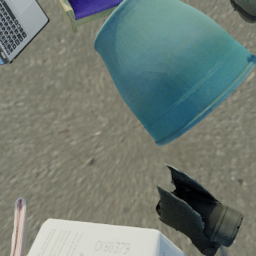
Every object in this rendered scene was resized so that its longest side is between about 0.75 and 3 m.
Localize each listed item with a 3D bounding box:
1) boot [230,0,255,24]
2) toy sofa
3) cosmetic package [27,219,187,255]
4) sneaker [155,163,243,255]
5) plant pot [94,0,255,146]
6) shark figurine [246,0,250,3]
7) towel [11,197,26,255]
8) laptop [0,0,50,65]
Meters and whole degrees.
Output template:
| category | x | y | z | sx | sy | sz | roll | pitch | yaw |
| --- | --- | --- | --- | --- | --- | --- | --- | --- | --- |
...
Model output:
| category | x | y | z | sx | sy | sz | roll | pitch | yaw |
| --- | --- | --- | --- | --- | --- | --- | --- | --- | --- |
| boot | 2.177 | -2.192 | 4.737 | 0.527 | 1.097 | 1.500 | -26 | 61 | 8 |
| toy sofa | -0.383 | -2.620 | 5.186 | 1.902 | 0.928 | 0.788 | -24 | 73 | -11 |
| cosmetic package | -0.088 | 2.859 | 3.804 | 2.178 | 2.640 | 2.176 | -10 | 42 | 39 |
| sneaker | 0.930 | 1.277 | 4.083 | 1.112 | 2.132 | 0.640 | 24 | 66 | 17 |
| plant pot | 0.616 | -1.188 | 4.883 | 2.218 | 2.218 | 2.084 | -44 | 93 | -8 |
| shark figurine | 1.580 | -2.209 | 3.790 | 0.410 | 0.587 | 0.982 | -32 | 53 | 32 |
| towel | -1.849 | 1.997 | 4.692 | 0.200 | 1.244 | 1.188 | 5 | 42 | -16 |
| laptop | -2.366 | -1.786 | 4.322 | 1.618 | 0.938 | 1.515 | -37 | 80 | 19 |
